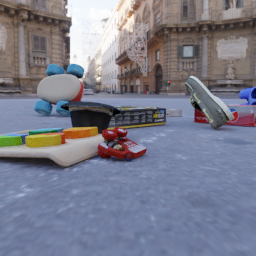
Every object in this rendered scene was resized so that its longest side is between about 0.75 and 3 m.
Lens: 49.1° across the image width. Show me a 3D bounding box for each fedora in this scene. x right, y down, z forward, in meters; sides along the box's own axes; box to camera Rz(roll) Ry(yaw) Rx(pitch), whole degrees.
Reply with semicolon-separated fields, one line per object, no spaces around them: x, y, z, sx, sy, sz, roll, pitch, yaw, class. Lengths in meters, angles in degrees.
-1.021;-0.183;7.560;1.782;0.814;1.782;4;-5;0;fedora

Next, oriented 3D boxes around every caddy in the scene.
7.432;-1.565;16.101;2.215;1.566;1.162;-5;3;-31;caddy

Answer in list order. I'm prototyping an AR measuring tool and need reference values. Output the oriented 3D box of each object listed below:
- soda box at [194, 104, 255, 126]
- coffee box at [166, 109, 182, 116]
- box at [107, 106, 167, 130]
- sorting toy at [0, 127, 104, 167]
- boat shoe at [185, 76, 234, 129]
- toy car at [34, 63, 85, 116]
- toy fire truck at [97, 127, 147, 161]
3.933;-0.553;11.246;2.444;0.775;0.856;6;9;41;soda box
2.332;-0.789;14.672;0.885;0.353;0.506;0;8;2;coffee box
-0.367;-0.460;10.872;2.940;0.725;2.347;-6;11;-37;box
-1.804;0.262;6.169;2.606;0.475;2.412;3;7;23;sorting toy
2.746;-0.993;10.275;0.973;0.813;2.721;41;14;-41;boat shoe
-3.296;-1.668;15.826;2.637;2.748;2.982;3;-21;22;toy car
-0.128;0.382;5.574;0.769;0.514;0.916;25;20;26;toy fire truck
